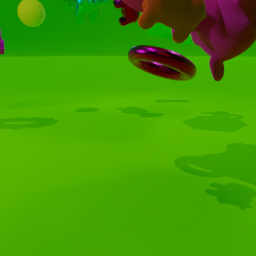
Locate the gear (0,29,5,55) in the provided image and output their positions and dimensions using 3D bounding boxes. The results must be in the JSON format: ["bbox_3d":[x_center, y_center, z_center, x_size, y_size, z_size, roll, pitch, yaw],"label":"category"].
[{"bbox_3d":[-4.302,-2.195,7.176,2.039,2.039,0.377,-6,60,-21],"label":"gear"}]

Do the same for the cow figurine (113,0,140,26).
[{"bbox_3d":[0.209,-4.482,9.942,1.438,1.462,0.802,-18,35,4],"label":"cow figurine"}]

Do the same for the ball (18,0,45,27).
[{"bbox_3d":[-2.922,-3.495,8.493,0.795,0.795,0.795,0,16,0],"label":"ball"}]

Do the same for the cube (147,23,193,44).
[{"bbox_3d":[1.172,-2.942,6.716,1.193,1.193,1.193,16,-13,8],"label":"cube"}]

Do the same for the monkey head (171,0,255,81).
[{"bbox_3d":[1.469,-1.649,4.559,1.359,1.888,1.138,-30,61,-34],"label":"monkey head"}]

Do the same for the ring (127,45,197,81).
[{"bbox_3d":[0.514,-0.981,4.300,1.091,0.218,1.091,18,0,0],"label":"ring"}]

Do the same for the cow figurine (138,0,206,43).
[{"bbox_3d":[0.443,-1.394,2.822,0.963,0.528,0.947,20,-29,-14],"label":"cow figurine"}]

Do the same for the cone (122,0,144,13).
[{"bbox_3d":[0.522,-2.277,3.248,1.501,1.501,1.507,-3,9,-10],"label":"cone"}]

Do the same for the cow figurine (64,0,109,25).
[{"bbox_3d":[-1.220,-3.783,7.937,0.916,1.641,1.668,-24,62,-28],"label":"cow figurine"}]
